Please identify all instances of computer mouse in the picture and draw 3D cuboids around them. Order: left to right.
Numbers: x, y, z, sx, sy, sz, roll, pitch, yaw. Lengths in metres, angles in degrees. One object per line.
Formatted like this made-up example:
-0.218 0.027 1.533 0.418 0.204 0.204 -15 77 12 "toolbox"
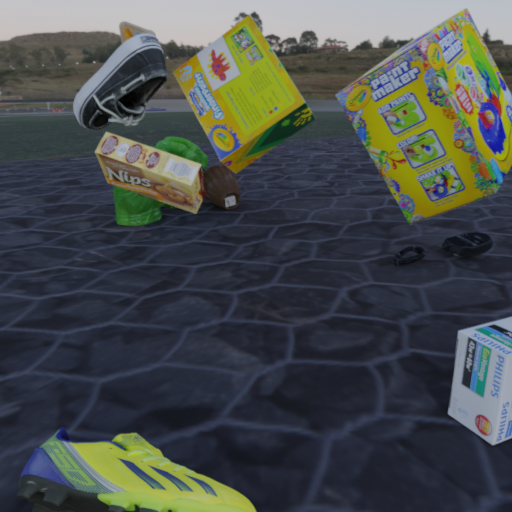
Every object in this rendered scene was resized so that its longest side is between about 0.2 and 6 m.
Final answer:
3.842 -0.050 11.514 2.323 0.395 0.681 -11 26 -14 "computer mouse"

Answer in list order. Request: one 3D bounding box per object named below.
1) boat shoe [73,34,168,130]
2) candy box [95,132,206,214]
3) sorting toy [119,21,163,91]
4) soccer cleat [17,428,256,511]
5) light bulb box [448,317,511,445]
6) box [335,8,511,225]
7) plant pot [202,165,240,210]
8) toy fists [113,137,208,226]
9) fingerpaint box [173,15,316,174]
-2.430 -2.846 10.205 2.743 0.937 1.013 -26 -5 42 "boat shoe"
-1.800 -1.417 9.699 1.770 0.489 1.021 20 -23 7 "candy box"
-2.641 -4.263 12.849 0.284 1.931 1.427 -27 41 -30 "sorting toy"
-1.012 1.921 4.866 2.160 0.698 0.904 3 38 15 "soccer cleat"
2.797 1.326 6.183 1.092 1.083 0.682 -8 19 -26 "light bulb box"
3.183 -2.467 9.829 1.655 2.613 2.713 -22 16 45 "box"
-0.902 -1.795 15.674 1.099 1.099 1.176 -8 35 -22 "plant pot"
-2.477 -2.129 15.035 1.292 1.916 3.758 8 21 24 "toy fists"
-0.231 -2.793 9.783 1.722 2.064 0.757 -33 -20 12 "fingerpaint box"
